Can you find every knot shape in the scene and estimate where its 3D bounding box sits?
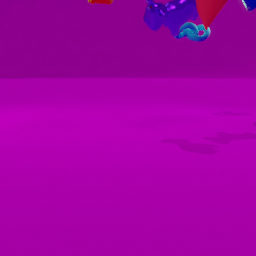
[{"bbox_3d":[2.577,-4.006,11.675,1.451,0.671,1.358,5,19,-7],"label":"knot shape"}]

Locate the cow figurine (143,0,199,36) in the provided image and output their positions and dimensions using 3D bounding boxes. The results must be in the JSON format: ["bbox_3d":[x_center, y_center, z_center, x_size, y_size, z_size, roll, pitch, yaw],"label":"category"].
[{"bbox_3d":[1.123,-3.020,7.221,1.469,0.806,1.446,-36,-21,7],"label":"cow figurine"}]

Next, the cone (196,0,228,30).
[{"bbox_3d":[2.573,-3.644,8.983,1.101,1.105,1.101,9,-8,1],"label":"cone"}]

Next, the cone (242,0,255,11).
[{"bbox_3d":[3.567,-4.157,8.460,0.892,0.889,0.889,22,7,-12],"label":"cone"}]

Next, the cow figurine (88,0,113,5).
[{"bbox_3d":[-0.610,-3.529,6.457,1.275,0.711,1.296,-12,-36,30],"label":"cow figurine"}]
